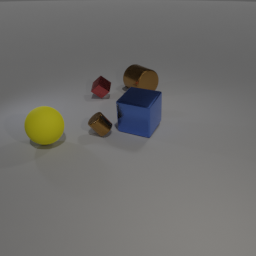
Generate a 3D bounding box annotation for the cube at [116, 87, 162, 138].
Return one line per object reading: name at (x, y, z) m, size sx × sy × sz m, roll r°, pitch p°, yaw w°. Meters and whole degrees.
cube at (0.477, -0.665, 11.296) m, size 1.400 × 1.400 × 1.400 m, roll 13°, pitch 37°, yaw 22°

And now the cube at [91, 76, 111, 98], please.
cube at (-1.366, -2.087, 14.276) m, size 0.700 × 0.700 × 0.700 m, roll 31°, pitch 46°, yaw -29°

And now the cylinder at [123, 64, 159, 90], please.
cylinder at (0.678, -2.578, 14.990) m, size 1.400 × 1.400 × 1.400 m, roll -18°, pitch 32°, yaw -30°

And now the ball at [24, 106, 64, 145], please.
ball at (-3.031, -0.094, 10.195) m, size 1.400 × 1.400 × 1.400 m, roll 0°, pitch 28°, yaw 0°

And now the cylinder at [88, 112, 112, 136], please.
cylinder at (-1.087, -0.151, 10.950) m, size 0.700 × 0.700 × 0.700 m, roll -33°, pitch 29°, yaw 21°
